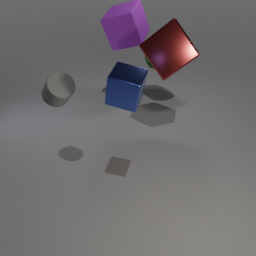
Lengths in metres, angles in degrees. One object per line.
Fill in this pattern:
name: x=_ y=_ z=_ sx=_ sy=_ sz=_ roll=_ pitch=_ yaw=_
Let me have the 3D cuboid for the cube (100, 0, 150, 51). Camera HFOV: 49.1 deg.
cube: x=-0.079 y=-4.294 z=11.707 sx=1.400 sy=1.400 sz=1.400 roll=-3 pitch=43 yaw=26

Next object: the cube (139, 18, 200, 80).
cube: x=1.406 y=-2.640 z=9.440 sx=1.400 sy=1.400 sz=1.400 roll=-34 pitch=8 yaw=18

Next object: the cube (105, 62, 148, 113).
cube: x=-0.035 y=-0.874 z=5.949 sx=0.700 sy=0.700 sz=0.700 roll=16 pitch=43 yaw=6

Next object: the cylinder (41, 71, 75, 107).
cylinder: x=-1.747 y=-0.956 z=6.998 sx=0.700 sy=0.700 sz=0.700 roll=-20 pitch=-5 yaw=-30

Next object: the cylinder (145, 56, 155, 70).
cylinder: x=1.672 y=-3.272 z=12.492 sx=1.400 sy=1.400 sz=1.400 roll=-14 pitch=19 yaw=-24
